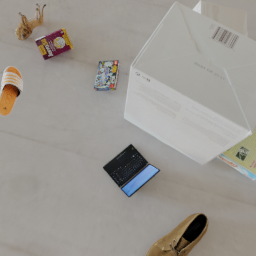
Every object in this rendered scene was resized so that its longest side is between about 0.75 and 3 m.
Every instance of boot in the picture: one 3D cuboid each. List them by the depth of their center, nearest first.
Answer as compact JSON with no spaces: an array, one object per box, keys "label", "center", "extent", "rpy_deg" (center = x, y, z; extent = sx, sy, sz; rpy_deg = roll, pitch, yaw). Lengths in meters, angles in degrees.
[{"label":"boot","center":[1.092,2.925,6.769],"extent":[0.856,0.878,2.327],"rpy_deg":[41,73,20]}]

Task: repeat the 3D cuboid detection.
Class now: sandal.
[{"label":"sandal","center":[-2.317,-0.752,5.626],"extent":[0.311,0.416,1.086],"rpy_deg":[-12,66,40]}]

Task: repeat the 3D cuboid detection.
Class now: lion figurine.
[{"label":"lion figurine","center":[-3.128,-3.457,9.177],"extent":[0.482,0.814,1.330],"rpy_deg":[34,59,29]}]

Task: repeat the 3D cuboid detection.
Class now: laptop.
[{"label":"laptop","center":[0.061,1.103,7.552],"extent":[1.084,0.632,1.224],"rpy_deg":[-39,71,-11]}]

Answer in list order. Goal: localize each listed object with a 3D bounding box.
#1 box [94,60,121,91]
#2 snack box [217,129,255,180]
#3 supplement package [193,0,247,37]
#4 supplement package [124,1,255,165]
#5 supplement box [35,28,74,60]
[{"label":"box","center":[-0.635,-1.615,8.631],"extent":[0.675,0.197,0.986],"rpy_deg":[1,68,17]},{"label":"snack box","center":[3.583,0.217,7.996],"extent":[1.282,0.409,2.207],"rpy_deg":[34,73,11]},{"label":"supplement package","center":[2.578,-2.730,8.384],"extent":[1.507,1.109,1.441],"rpy_deg":[6,78,-15]},{"label":"supplement package","center":[1.618,-0.888,7.027],"extent":[2.735,2.860,2.104],"rpy_deg":[31,71,7]},{"label":"supplement box","center":[-2.315,-2.636,8.784],"extent":[1.001,0.516,0.655],"rpy_deg":[-27,116,-8]}]
